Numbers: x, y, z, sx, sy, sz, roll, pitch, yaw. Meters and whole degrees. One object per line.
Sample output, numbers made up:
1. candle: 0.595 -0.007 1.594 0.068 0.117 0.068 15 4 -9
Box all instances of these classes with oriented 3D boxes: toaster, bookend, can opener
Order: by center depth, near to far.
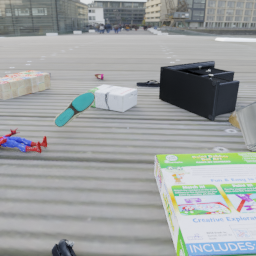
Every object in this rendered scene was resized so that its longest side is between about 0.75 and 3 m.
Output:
1. can opener: -0.805 1.882 3.968 0.258 0.320 0.813 33 -1 -43
2. toaster: 3.584 -0.145 6.860 1.093 1.243 1.924 -6 -11 -15
3. bookend: 3.276 -1.617 10.903 2.969 1.376 2.988 -13 26 -28

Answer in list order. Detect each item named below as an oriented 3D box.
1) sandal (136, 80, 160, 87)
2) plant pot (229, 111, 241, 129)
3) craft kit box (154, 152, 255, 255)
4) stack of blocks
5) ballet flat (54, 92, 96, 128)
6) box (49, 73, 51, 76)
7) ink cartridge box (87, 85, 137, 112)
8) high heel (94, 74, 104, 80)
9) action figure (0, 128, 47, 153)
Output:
1. sandal: 1.064 -2.189 13.729 1.306 0.280 0.496 1 22 2
2. plant pot: 4.428 -0.284 9.091 2.176 0.299 2.176 1 22 0
3. craft kit box: 2.008 1.284 4.886 2.761 0.670 2.727 -1 25 -3
4. stack of blocks: -4.927 -1.993 12.662 1.408 0.716 2.445 15 27 33
5. ballet flat: -1.575 -0.548 8.375 1.480 0.514 0.514 -37 28 -1
6. box: -4.756 -2.857 15.476 0.683 0.188 1.000 1 22 1
7. ink cartridge box: -0.576 -1.160 10.710 1.580 0.666 1.154 12 25 27
8. high heel: -1.558 -2.817 15.156 0.446 0.313 0.930 5 16 -15
9. action figure: -3.149 0.343 7.395 1.917 0.496 0.627 1 25 8
